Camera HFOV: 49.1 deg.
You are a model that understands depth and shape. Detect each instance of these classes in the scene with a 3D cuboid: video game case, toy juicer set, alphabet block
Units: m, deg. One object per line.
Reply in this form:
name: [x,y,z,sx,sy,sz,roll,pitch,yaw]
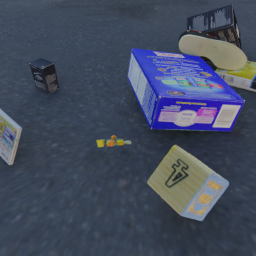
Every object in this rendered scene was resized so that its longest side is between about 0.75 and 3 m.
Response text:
video game case: [-2.871,0.175,6.478,1.051,0.957,0.116,34,23,30]
toy juicer set: [-0.249,0.279,6.384,0.546,0.234,0.859,-6,-2,44]
alphabet block: [1.100,1.007,5.132,0.913,0.908,0.930,-54,46,4]

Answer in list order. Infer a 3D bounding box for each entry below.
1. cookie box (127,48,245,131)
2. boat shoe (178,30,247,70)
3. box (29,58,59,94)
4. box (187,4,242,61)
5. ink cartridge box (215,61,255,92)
cookie box: [1.418,-1.129,7.819,2.345,1.030,2.742,2,37,-16]
boat shoe: [2.767,-2.586,9.162,2.336,0.855,0.732,17,37,-5]
box: [-2.640,-1.653,8.877,0.675,0.912,0.476,26,46,29]
box: [3.032,-3.220,9.787,1.521,1.670,0.869,-7,66,28]
ink cartridge box: [4.220,-1.944,9.630,1.963,0.467,1.987,20,45,27]
